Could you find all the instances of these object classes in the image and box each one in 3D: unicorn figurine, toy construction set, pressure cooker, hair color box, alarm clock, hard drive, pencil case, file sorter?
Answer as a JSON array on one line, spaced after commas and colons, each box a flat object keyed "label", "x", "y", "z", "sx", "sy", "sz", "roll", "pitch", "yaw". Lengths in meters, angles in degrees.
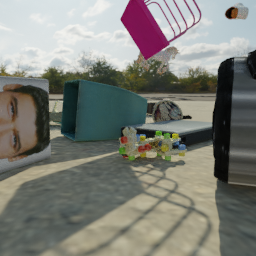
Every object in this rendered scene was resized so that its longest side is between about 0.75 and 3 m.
[{"label": "unicorn figurine", "x": 1.269, "y": -2.758, "z": 11.029, "sx": 1.797, "sy": 1.234, "sz": 0.664, "roll": 17, "pitch": -3, "yaw": -16}, {"label": "toy construction set", "x": 0.334, "y": 0.318, "z": 5.012, "sx": 1.288, "sy": 0.593, "sz": 0.844, "roll": 9, "pitch": 1, "yaw": -35}, {"label": "pressure cooker", "x": 2.066, "y": -0.072, "z": 3.439, "sx": 1.923, "sy": 1.691, "sz": 1.718, "roll": 4, "pitch": -7, "yaw": 21}, {"label": "hair color box", "x": -2.366, "y": -0.029, "z": 3.919, "sx": 0.886, "sy": 1.447, "sz": 2.923, "roll": 3, "pitch": 7, "yaw": 23}, {"label": "alarm clock", "x": 1.884, "y": -1.071, "z": 15.551, "sx": 2.238, "sy": 0.745, "sz": 1.509, "roll": 3, "pitch": 7, "yaw": 36}, {"label": "hard drive", "x": 1.230, "y": 0.095, "z": 7.328, "sx": 1.669, "sy": 0.393, "sz": 2.392, "roll": 6, "pitch": 9, "yaw": 42}, {"label": "pencil case", "x": 1.378, "y": -0.486, "z": 9.911, "sx": 0.949, "sy": 1.091, "sz": 2.440, "roll": -26, "pitch": 3, "yaw": 9}, {"label": "file sorter", "x": 0.863, "y": -3.001, "z": 7.728, "sx": 1.332, "sy": 1.476, "sz": 2.123, "roll": -35, "pitch": 10, "yaw": -5}]

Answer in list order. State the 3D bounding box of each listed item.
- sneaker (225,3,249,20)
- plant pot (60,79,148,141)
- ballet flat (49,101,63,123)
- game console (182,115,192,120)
[{"label": "sneaker", "x": 3.030, "y": -3.375, "z": 8.084, "sx": 0.537, "sy": 0.461, "sz": 1.267, "roll": 3, "pitch": 23, "yaw": 4}, {"label": "plant pot", "x": -0.599, "y": -0.445, "z": 7.725, "sx": 2.097, "sy": 1.482, "sz": 1.482, "roll": 3, "pitch": 5, "yaw": -27}, {"label": "ballet flat", "x": -2.906, "y": -0.572, "z": 10.660, "sx": 2.879, "sy": 0.917, "sz": 0.970, "roll": 1, "pitch": 8, "yaw": 13}, {"label": "game console", "x": 1.903, "y": -0.386, "z": 11.319, "sx": 1.416, "sy": 0.171, "sz": 0.835, "roll": -3, "pitch": -4, "yaw": 34}]
